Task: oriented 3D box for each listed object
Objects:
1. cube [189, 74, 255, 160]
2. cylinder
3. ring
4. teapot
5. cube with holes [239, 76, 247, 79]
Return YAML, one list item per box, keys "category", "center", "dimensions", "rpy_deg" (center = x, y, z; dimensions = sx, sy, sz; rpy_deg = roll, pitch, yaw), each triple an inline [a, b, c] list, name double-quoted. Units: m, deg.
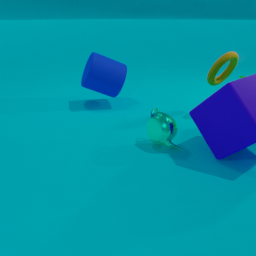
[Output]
- category: "cube"
  center: [2.424, -0.247, 6.168]
  dimensions: [1.276, 1.276, 1.276]
  rpy_deg: [-20, -14, -37]
- category: "cylinder"
  center: [-0.820, -1.779, 9.467]
  dimensions: [1.213, 1.213, 1.213]
  rpy_deg: [17, 17, -20]
- category: "ring"
  center: [2.870, -1.781, 8.487]
  dimensions: [1.176, 1.176, 0.235]
  rpy_deg: [-18, 55, -36]
- category: "teapot"
  center: [0.880, 0.044, 6.758]
  dimensions: [0.635, 0.807, 1.298]
  rpy_deg: [-5, 58, -34]
- category: "cube with holes"
  center: [3.527, -0.678, 7.458]
  dimensions: [1.153, 1.153, 1.153]
  rpy_deg: [14, 14, 4]
